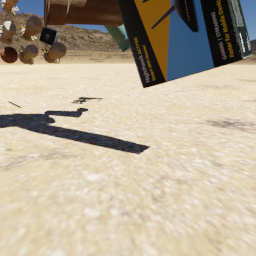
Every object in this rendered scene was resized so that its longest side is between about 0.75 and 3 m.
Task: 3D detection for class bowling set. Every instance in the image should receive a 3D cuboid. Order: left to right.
[{"bbox_3d":[-3.010,-2.375,7.638,1.592,2.287,1.228,-49,23,-26],"label":"bowling set"}]

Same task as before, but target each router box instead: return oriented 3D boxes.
[{"bbox_3d":[0.873,-2.401,5.286,2.137,2.865,0.732,-11,10,40],"label":"router box"}]

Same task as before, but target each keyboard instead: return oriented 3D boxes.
[{"bbox_3d":[-2.844,-3.082,9.938,0.149,0.920,1.448,10,16,-40],"label":"keyboard"}]

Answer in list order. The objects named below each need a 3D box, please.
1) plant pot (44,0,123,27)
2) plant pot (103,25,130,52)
[{"bbox_3d":[-0.964,-3.211,6.519,1.869,1.888,1.888,2,14,-18],"label":"plant pot"},{"bbox_3d":[-0.141,-2.919,8.013,1.063,1.041,1.063,-42,19,18],"label":"plant pot"}]
